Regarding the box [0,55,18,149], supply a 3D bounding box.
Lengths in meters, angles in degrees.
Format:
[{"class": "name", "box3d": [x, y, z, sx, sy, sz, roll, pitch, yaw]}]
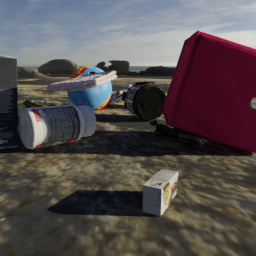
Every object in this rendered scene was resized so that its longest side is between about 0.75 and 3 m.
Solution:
[{"class": "box", "box3d": [-4.197, -0.850, 8.347, 1.377, 2.639, 1.953, -3, 13, -34]}]

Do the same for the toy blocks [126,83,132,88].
[{"class": "toy blocks", "box3d": [0.358, -1.712, 14.994, 1.255, 1.342, 1.130, 5, 8, 19]}]

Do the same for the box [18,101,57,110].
[{"class": "box", "box3d": [-4.586, -1.024, 14.044, 1.952, 0.472, 1.145, 7, 14, 38]}]

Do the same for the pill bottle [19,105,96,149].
[{"class": "pill bottle", "box3d": [-2.081, -0.097, 8.461, 2.062, 1.174, 1.174, -9, 16, -39]}]

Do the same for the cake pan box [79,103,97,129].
[{"class": "cake pan box", "box3d": [-1.413, -0.401, 9.779, 0.212, 0.746, 0.810, -27, 54, -6]}]

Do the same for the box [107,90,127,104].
[{"class": "box", "box3d": [-0.309, -1.886, 16.731, 1.344, 0.391, 1.963, -22, -4, 41]}]

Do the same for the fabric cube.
[{"class": "fabric cube", "box3d": [2.716, -1.135, 8.414, 2.666, 2.624, 2.675, 18, 13, 0]}]

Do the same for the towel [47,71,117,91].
[{"class": "towel", "box3d": [-1.741, -1.776, 10.669, 2.037, 0.328, 1.946, 3, 23, 38]}]

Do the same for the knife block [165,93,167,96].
[{"class": "knife block", "box3d": [1.503, -1.640, 16.038, 2.255, 0.721, 1.979, -6, 14, -23]}]

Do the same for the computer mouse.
[{"class": "computer mouse", "box3d": [1.394, 0.127, 8.435, 1.601, 0.525, 2.280, 17, 13, 3]}]

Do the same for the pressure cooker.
[{"class": "pressure cooker", "box3d": [0.679, -1.217, 12.397, 1.627, 1.602, 1.822, -37, 20, -6]}]

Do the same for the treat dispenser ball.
[{"class": "treat dispenser ball", "box3d": [-1.953, -1.976, 14.221, 2.271, 2.271, 2.271, 0, 13, 0]}]

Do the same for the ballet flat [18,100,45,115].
[{"class": "ballet flat", "box3d": [-4.258, -0.694, 12.314, 2.452, 0.832, 0.887, 18, 41, 42]}]

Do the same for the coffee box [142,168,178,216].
[{"class": "coffee box", "box3d": [0.583, 1.100, 4.935, 0.349, 0.494, 0.874, 7, 14, 26]}]
